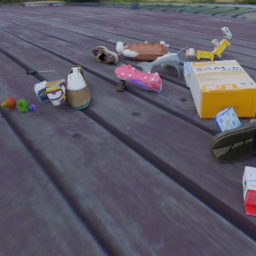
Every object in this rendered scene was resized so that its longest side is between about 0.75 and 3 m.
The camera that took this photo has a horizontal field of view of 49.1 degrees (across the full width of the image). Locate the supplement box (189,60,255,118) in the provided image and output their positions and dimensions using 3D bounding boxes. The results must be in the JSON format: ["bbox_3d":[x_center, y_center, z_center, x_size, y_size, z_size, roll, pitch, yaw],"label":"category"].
[{"bbox_3d":[3.207,-1.453,9.824,1.764,1.029,2.800,-2,31,5],"label":"supplement box"}]

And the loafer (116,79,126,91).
[{"bbox_3d":[-0.293,-1.753,11.279,0.335,0.325,0.917,2,29,4],"label":"loafer"}]

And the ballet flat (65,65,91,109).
[{"bbox_3d":[-1.901,-1.704,10.485,0.938,1.001,2.766,-7,30,-4],"label":"ballet flat"}]

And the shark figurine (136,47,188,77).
[{"bbox_3d":[1.809,-2.709,12.397,1.736,1.213,2.906,-21,4,39],"label":"shark figurine"}]

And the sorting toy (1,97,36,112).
[{"bbox_3d":[-3.660,-0.707,9.205,1.303,0.452,0.449,13,21,22],"label":"sorting toy"}]

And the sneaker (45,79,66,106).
[{"bbox_3d":[-2.449,-1.226,9.605,0.634,0.762,1.691,-10,16,1],"label":"sneaker"}]

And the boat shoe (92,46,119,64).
[{"bbox_3d":[-1.338,-3.746,14.522,0.697,0.699,1.938,-22,42,-37],"label":"boat shoe"}]

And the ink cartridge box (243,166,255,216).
[{"bbox_3d":[2.743,1.307,5.749,0.646,0.374,1.111,8,31,15],"label":"ink cartridge box"}]

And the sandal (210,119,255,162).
[{"bbox_3d":[3.210,0.235,7.075,2.654,1.085,0.724,-10,27,-9],"label":"sandal"}]

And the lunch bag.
[{"bbox_3d":[2.784,-0.152,7.992,0.757,0.643,0.482,-33,3,-40],"label":"lunch bag"}]

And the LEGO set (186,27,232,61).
[{"bbox_3d":[4.375,-4.275,15.209,2.662,1.224,0.991,-30,14,3],"label":"LEGO set"}]

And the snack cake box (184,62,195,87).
[{"bbox_3d":[2.963,-2.312,12.020,0.988,0.577,1.718,1,29,5],"label":"snack cake box"}]

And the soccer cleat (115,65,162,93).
[{"bbox_3d":[0.379,-1.929,11.142,2.146,0.821,0.716,19,59,31],"label":"soccer cleat"}]

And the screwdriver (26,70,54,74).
[{"bbox_3d":[-4.042,-2.583,12.936,1.298,0.181,0.189,-1,60,-3],"label":"screwdriver"}]

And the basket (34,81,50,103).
[{"bbox_3d":[-3.031,-1.313,10.284,0.669,0.528,0.759,-27,68,-30],"label":"basket"}]

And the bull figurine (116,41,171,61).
[{"bbox_3d":[0.844,-4.106,14.840,2.961,0.964,1.798,17,33,28],"label":"bull figurine"}]
